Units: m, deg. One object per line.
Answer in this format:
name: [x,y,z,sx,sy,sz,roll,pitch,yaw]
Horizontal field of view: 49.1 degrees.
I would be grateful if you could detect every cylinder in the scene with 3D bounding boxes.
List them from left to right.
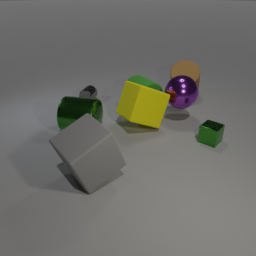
cylinder: [-1.850,-0.499,10.988,1.400,1.400,1.400,6,29,12]
cylinder: [-1.967,-1.672,13.896,0.700,0.700,0.700,9,32,16]
cylinder: [0.691,-1.626,13.102,1.400,1.400,1.400,-15,32,-26]
cylinder: [2.838,-2.396,13.906,1.400,1.400,1.400,-4,69,10]

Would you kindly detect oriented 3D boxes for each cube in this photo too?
cube: [-1.150,0.706,8.121,1.400,1.400,1.400,-37,44,-17]
cube: [0.573,-0.954,11.224,1.400,1.400,1.400,13,11,-29]
cube: [3.099,0.197,10.454,0.700,0.700,0.700,22,35,34]

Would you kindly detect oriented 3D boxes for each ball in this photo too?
ball: [2.231,-1.496,11.690,1.400,1.400,1.400,0,28,0]
